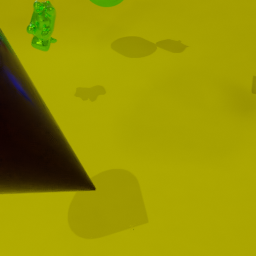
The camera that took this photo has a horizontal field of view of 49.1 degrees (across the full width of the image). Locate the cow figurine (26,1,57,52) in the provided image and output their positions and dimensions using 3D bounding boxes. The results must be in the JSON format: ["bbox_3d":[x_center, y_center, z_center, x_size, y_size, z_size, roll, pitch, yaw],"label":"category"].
[{"bbox_3d":[-1.803,-2.172,5.995,0.582,1.060,1.043,17,19,-10],"label":"cow figurine"}]

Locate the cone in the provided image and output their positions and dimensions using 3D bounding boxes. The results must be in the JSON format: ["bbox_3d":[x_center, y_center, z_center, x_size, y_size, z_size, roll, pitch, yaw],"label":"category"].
[{"bbox_3d":[-0.887,0.223,2.492,1.524,1.518,1.518,35,34,-25],"label":"cone"}]

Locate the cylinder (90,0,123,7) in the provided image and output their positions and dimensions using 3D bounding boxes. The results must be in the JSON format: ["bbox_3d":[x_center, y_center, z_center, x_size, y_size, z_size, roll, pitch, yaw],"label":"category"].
[{"bbox_3d":[-0.621,-4.358,7.776,1.381,1.381,1.381,0,81,-3],"label":"cylinder"}]
